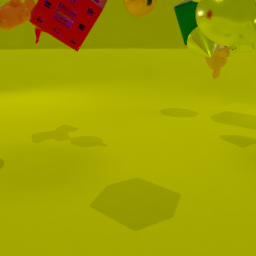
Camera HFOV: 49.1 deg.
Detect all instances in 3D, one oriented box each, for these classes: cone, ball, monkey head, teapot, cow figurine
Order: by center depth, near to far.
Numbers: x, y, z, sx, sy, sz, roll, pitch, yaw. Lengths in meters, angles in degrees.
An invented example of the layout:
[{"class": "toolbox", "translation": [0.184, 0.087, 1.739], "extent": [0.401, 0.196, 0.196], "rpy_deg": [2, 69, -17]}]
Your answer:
[{"class": "monkey head", "translation": [1.915, -2.049, 4.872], "extent": [1.877, 1.351, 1.131], "rpy_deg": [50, 10, 36]}, {"class": "cone", "translation": [2.079, -2.087, 7.357], "extent": [0.908, 0.908, 0.911], "rpy_deg": [0, 43, 0]}, {"class": "teapot", "translation": [-2.183, -2.881, 7.515], "extent": [0.827, 1.331, 0.652], "rpy_deg": [16, 36, -47]}, {"class": "cow figurine", "translation": [-3.275, -3.338, 8.250], "extent": [1.425, 0.782, 1.402], "rpy_deg": [-37, 16, -13]}, {"class": "monkey head", "translation": [3.192, -2.452, 9.620], "extent": [0.851, 1.412, 1.016], "rpy_deg": [25, -8, -39]}, {"class": "ball", "translation": [0.440, -4.860, 10.528], "extent": [1.293, 1.293, 1.293], "rpy_deg": [0, 17, 0]}]

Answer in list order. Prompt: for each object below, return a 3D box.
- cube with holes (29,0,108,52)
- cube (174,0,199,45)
[{"class": "cube with holes", "translation": [-0.962, -2.114, 4.832], "extent": [0.916, 0.916, 0.916], "rpy_deg": [30, 41, -18]}, {"class": "cube", "translation": [2.612, -3.829, 9.582], "extent": [1.354, 1.354, 1.354], "rpy_deg": [-1, 32, 41]}]
